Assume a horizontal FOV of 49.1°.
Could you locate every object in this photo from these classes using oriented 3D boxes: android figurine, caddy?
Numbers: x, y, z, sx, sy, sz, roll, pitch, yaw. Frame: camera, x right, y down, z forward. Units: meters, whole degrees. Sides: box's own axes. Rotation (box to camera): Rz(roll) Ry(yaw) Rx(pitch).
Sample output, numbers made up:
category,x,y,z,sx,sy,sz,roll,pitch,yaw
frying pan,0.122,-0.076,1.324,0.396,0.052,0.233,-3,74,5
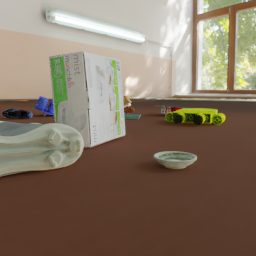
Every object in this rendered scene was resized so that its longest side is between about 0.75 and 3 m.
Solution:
category,x,y,z,sx,sy,sz,roll,pitch,yaw
android figurine,2.831,-0.491,11.746,2.341,0.528,2.572,3,9,25
caddy,-4.296,-1.076,14.856,1.203,0.893,1.702,20,3,-19

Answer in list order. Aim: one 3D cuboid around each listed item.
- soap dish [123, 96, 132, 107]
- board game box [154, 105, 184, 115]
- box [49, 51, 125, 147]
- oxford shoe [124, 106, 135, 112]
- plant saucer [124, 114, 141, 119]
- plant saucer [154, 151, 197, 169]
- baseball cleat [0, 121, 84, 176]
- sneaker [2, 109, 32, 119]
category,x,y,z,sx,sy,sz,roll,pitch,yaw
soap dish,-0.690,-1.501,17.270,1.704,0.692,1.340,-14,5,8
board game box,2.573,-0.887,15.090,2.445,0.476,1.932,6,4,4
box,-0.933,-0.720,7.194,1.046,2.163,1.909,0,8,25
oxford shoe,-0.186,-1.102,17.234,1.185,0.423,0.422,5,39,15
plant saucer,-0.542,-0.537,13.308,2.290,0.217,0.801,0,8,6
plant saucer,0.842,0.586,5.015,0.769,0.193,0.769,1,8,0
baseball cleat,-2.254,0.348,4.604,2.934,1.023,1.561,6,-4,-36
sneaker,-5.296,-0.680,13.254,1.405,0.493,0.547,1,0,-3
